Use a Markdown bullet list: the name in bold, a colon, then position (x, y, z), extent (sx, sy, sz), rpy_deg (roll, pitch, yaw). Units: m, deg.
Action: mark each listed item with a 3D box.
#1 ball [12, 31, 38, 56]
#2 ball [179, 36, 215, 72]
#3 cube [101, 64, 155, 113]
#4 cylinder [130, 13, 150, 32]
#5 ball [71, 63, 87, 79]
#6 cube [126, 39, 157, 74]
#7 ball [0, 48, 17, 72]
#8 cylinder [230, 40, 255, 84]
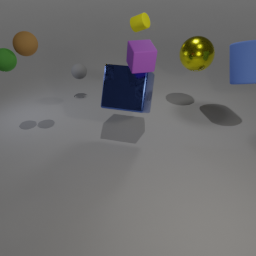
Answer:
- **ball**: position (-2.966, -2.435, 8.102), extent (0.700, 0.700, 0.700), rpy_deg (0, 29, 0)
- **ball**: position (2.792, -3.002, 11.360), extent (1.400, 1.400, 1.400), rpy_deg (0, 29, 0)
- **cube**: position (0.029, -1.270, 9.363), extent (1.400, 1.400, 1.400), rpy_deg (8, 4, 13)
- **cylinder**: position (0.559, -4.862, 12.926), extent (0.700, 0.700, 0.700), rpy_deg (-7, 21, 36)
- **ball**: position (-2.195, -2.544, 12.578), extent (0.700, 0.700, 0.700), rpy_deg (0, 29, 0)
- **cube**: position (0.386, -2.100, 8.211), extent (0.700, 0.700, 0.700), rpy_deg (-8, 45, -13)
- **ball**: position (-3.753, -2.068, 8.519), extent (0.700, 0.700, 0.700), rpy_deg (0, 29, 0)
- **cylinder**: position (4.291, -2.266, 9.776), extent (1.400, 1.400, 1.400), rpy_deg (-3, 9, 1)
